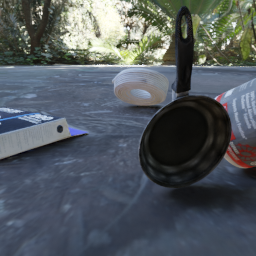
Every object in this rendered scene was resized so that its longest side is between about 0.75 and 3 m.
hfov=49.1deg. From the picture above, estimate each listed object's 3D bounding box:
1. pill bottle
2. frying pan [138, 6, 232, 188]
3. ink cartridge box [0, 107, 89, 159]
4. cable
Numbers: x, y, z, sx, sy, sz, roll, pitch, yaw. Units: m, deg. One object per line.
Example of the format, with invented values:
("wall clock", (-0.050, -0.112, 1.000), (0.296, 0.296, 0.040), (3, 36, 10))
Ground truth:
("pill bottle", (2.705, -0.314, 4.425), (1.465, 1.465, 2.528), (-14, -9, -42))
("frying pan", (0.606, -0.152, 3.949), (1.521, 2.515, 0.409), (-35, 29, -2))
("ink cartridge box", (-2.890, -0.057, 7.012), (2.718, 0.595, 2.744), (11, 17, 36))
("cable", (0.475, -1.495, 10.407), (2.045, 0.708, 2.045), (14, -18, -13))
